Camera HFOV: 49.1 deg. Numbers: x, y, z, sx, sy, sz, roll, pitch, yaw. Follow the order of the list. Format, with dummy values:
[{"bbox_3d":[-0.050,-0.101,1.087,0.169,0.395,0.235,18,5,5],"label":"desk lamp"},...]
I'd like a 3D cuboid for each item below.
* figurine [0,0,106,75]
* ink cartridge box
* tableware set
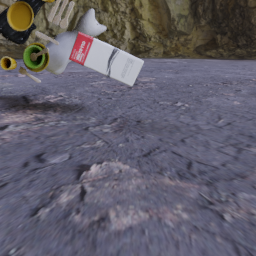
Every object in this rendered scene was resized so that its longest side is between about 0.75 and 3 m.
[{"bbox_3d":[-2.522,-3.603,9.722,2.778,2.847,1.225,-33,44,18],"label":"figurine"},{"bbox_3d":[-0.686,-2.185,8.851,2.081,0.872,1.502,21,14,-12],"label":"ink cartridge box"},{"bbox_3d":[-1.752,-1.742,4.960,1.130,1.677,0.257,30,12,6],"label":"tableware set"}]
